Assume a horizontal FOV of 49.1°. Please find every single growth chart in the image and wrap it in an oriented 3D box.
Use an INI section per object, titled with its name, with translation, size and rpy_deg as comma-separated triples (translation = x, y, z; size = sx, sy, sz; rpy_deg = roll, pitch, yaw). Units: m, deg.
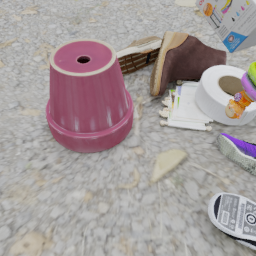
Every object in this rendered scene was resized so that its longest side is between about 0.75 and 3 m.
[growth chart]
translation = 2.034, -0.814, 9.157
size = 1.790, 0.219, 2.474
rpy_deg = 13, 49, 13

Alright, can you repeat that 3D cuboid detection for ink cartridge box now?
[ink cartridge box]
translation = 2.600, -2.791, 6.396
size = 1.154, 1.174, 1.595
rpy_deg = -22, 75, -28

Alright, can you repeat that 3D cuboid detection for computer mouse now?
[computer mouse]
translation = 3.038, 2.228, 6.117
size = 2.728, 0.599, 1.496
rpy_deg = 20, 55, 11

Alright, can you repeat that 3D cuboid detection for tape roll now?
[tape roll]
translation = 3.215, -1.061, 8.855
size = 2.061, 0.721, 2.061
rpy_deg = 5, 50, -6

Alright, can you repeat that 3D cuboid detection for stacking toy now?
[stacking toy]
translation = 2.050, -0.712, 4.071
size = 0.956, 1.741, 1.011
rpy_deg = 8, 51, -32

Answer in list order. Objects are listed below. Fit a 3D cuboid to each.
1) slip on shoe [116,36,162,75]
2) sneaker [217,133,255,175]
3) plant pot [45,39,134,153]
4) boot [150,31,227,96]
[slip on shoe]
translation = 0.337, -2.813, 10.376
size = 2.853, 1.085, 0.864
rpy_deg = -26, 63, -27
[sneaker]
translation = 3.188, 0.611, 7.671
size = 0.764, 0.534, 1.537
rpy_deg = -30, 58, -31
[plant pot]
translation = -1.122, -1.038, 7.906
size = 2.641, 2.364, 2.641
rpy_deg = 0, 47, 0
[boot]
translation = 2.173, -2.032, 9.681
size = 2.480, 1.078, 2.981
rpy_deg = 20, 62, -3
